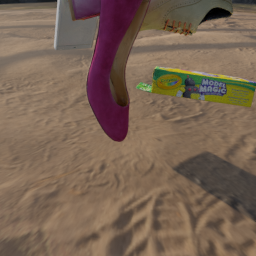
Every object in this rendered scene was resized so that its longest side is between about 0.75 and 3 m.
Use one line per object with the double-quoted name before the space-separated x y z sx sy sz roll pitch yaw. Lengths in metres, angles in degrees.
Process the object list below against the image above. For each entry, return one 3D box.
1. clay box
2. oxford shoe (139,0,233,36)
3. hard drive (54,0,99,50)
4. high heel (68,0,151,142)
"clay box" 1.354 -0.948 5.982 2.260 0.538 1.299 10 15 5
"oxford shoe" 0.931 -2.220 5.405 2.532 0.935 0.896 -23 -3 -7
"hard drive" -1.660 -3.464 9.191 1.374 2.083 0.278 -12 61 -26
"high heel" 0.009 -1.093 4.743 1.401 2.922 0.984 -3 20 18
